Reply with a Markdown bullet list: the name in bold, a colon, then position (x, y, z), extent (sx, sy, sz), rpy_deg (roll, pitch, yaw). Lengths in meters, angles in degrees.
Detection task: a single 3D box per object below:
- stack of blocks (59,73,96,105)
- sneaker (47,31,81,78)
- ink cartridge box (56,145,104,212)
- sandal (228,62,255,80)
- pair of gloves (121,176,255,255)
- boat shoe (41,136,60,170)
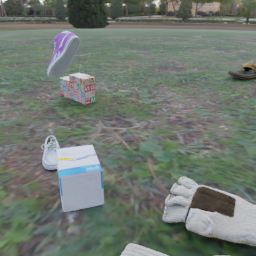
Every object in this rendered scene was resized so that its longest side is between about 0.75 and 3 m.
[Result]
- **stack of blocks**: position (-2.045, -1.656, 11.191), extent (0.512, 1.006, 1.748), rpy_deg (-22, 31, -40)
- **sneaker**: position (-2.282, -2.471, 9.330), extent (0.919, 1.611, 0.584), rpy_deg (40, 7, 31)
- **ink cartridge box**: position (-0.972, 0.945, 5.547), extent (0.786, 0.790, 1.076), rpy_deg (-7, 25, -15)
- **sandal**: position (6.504, -3.039, 14.606), extent (2.864, 0.782, 1.170), rpy_deg (-6, 25, -14)
- **pair of gloves**: position (1.310, 1.766, 4.078), extent (2.375, 0.490, 2.793), rpy_deg (15, 29, 30)
- **boat shoe**: position (-1.860, 0.511, 6.849), extent (0.466, 0.538, 1.262), rpy_deg (-5, 24, -11)
